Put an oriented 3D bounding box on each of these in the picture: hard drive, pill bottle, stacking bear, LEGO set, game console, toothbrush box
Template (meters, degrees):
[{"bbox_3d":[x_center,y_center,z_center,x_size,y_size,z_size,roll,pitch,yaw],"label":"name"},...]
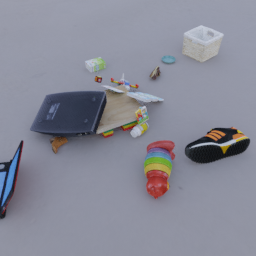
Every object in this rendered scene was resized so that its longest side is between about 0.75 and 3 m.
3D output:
[{"bbox_3d":[-2.310,-0.537,11.114,2.970,0.629,2.003,0,58,26],"label":"hard drive"},{"bbox_3d":[0.461,0.061,11.426,0.420,0.420,0.755,32,52,29],"label":"pill bottle"},{"bbox_3d":[1.046,1.469,9.575,1.047,1.118,1.841,1,50,12],"label":"stacking bear"},{"bbox_3d":[0.021,-1.922,12.716,2.972,0.729,2.220,23,16,23],"label":"LEGO set"},{"bbox_3d":[-4.347,1.651,9.065,1.940,1.336,2.251,-5,43,-6],"label":"game console"},{"bbox_3d":[-1.752,-3.428,15.170,0.923,0.398,0.672,-23,47,-20],"label":"toothbrush box"}]

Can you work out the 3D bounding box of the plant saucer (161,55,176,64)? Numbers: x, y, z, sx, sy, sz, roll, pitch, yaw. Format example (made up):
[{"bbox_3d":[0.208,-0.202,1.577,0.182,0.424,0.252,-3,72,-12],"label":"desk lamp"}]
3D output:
[{"bbox_3d":[2.282,-3.839,15.794,0.797,0.143,0.797,-1,43,0],"label":"plant saucer"}]

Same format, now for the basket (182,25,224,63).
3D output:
[{"bbox_3d":[4.190,-4.773,15.923,1.650,1.327,1.635,-31,51,-29],"label":"basket"}]

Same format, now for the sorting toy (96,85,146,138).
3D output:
[{"bbox_3d":[-0.716,-0.661,11.926,2.256,0.785,2.242,-20,47,-20],"label":"sorting toy"}]

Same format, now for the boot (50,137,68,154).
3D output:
[{"bbox_3d":[-2.671,0.634,10.954,0.638,0.315,0.822,-12,37,-19],"label":"boot"}]

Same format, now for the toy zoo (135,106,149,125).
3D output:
[{"bbox_3d":[0.547,-0.529,11.112,0.499,0.761,0.078,-34,42,-18],"label":"toy zoo"}]

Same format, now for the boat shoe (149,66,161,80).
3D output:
[{"bbox_3d":[1.481,-2.850,14.614,0.434,0.435,1.207,38,36,-5],"label":"boat shoe"}]

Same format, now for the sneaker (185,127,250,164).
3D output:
[{"bbox_3d":[3.209,0.541,10.640,2.655,0.928,1.195,-8,38,-15],"label":"sneaker"}]
